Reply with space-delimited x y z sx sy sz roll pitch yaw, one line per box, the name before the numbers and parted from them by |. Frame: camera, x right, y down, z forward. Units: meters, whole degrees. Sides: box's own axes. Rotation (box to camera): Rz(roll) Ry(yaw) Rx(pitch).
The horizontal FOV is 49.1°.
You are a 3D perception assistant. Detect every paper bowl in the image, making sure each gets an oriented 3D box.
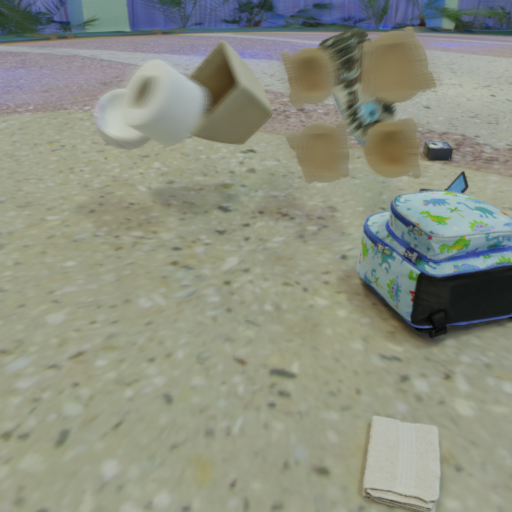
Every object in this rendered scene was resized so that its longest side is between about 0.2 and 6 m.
paper bowl | -2.975 -3.049 12.756 1.345 0.700 1.345 4 71 -12

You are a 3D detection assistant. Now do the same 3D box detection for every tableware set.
tableware set | 1.402 -2.064 8.143 2.484 2.075 0.288 4 24 38

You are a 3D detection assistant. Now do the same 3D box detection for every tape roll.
tape roll | -1.986 -3.174 11.721 1.028 1.497 1.497 23 7 -45

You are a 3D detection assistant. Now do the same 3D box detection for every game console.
game console | 4.654 -1.662 13.977 1.025 0.710 1.201 7 29 11

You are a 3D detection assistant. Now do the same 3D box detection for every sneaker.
sneaker | 2.117 -3.446 12.041 1.253 1.437 3.196 -15 64 10

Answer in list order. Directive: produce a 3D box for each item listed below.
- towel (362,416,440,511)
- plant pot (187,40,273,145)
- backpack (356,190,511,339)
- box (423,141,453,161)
towel | 1.782 2.489 6.848 0.872 0.227 1.315 8 29 12
plant pot | -0.611 -3.646 13.222 1.514 1.710 1.708 20 41 -43
backpack | 3.154 -0.103 9.862 2.387 1.917 2.609 -8 25 -21
box | 5.557 -3.208 17.112 0.701 0.432 0.696 0 30 0
